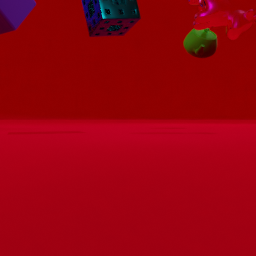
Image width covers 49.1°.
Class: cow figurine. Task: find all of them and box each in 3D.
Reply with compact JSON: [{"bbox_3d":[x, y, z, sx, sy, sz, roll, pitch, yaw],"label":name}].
[{"bbox_3d":[2.026,-2.522,5.991,1.285,1.306,0.717,-11,-5,8],"label":"cow figurine"}]

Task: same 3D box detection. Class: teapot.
[{"bbox_3d":[2.307,-2.706,8.759,1.058,0.833,1.702,17,44,4],"label":"teapot"}]

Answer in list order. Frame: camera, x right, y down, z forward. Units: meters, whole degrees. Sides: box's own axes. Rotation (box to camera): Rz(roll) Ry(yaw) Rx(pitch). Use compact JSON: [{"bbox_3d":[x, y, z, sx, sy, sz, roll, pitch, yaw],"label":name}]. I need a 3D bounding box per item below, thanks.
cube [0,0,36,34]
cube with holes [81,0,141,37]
[{"bbox_3d":[-3.820,-3.661,8.087,1.356,1.356,1.356,-1,-38,29],"label":"cube"},{"bbox_3d":[-0.401,-2.674,6.274,0.906,0.906,0.906,-12,-2,-26],"label":"cube with holes"}]
